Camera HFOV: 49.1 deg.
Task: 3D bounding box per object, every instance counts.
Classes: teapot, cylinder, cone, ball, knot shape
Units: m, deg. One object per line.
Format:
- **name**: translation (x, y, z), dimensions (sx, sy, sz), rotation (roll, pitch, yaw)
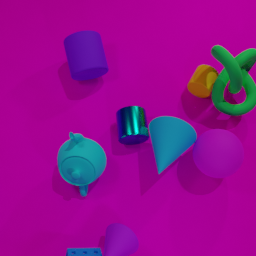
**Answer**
- **teapot**: translation (-1.196, 0.847, 6.965), dimensions (1.254, 2.017, 0.987), rotation (-1, 28, 6)
- **cylinder**: translation (0.119, -0.061, 7.724), dimensions (0.848, 0.848, 0.848), rotation (-6, 68, -2)
- **cylinder**: translation (-1.232, -2.101, 8.245), dimensions (1.121, 1.121, 1.121), rotation (-13, 86, -5)
- **cone**: translation (-0.328, 2.744, 6.209), dimensions (0.871, 0.871, 0.874), rotation (33, 31, 12)
- **ball**: translation (2.277, 0.644, 7.112), dimensions (1.242, 1.242, 1.242), rotation (0, 68, 0)
- **knot shape**: translation (3.060, -1.497, 7.849), dimensions (1.889, 0.933, 2.019), rotation (-38, 115, -37)
- **cylinder**: translation (2.230, -1.383, 8.314), dimensions (0.708, 0.708, 0.708), rotation (28, 70, 11)
- **cone**: translation (0.946, 0.601, 6.981), dimensions (1.278, 1.278, 1.283), rotation (19, 56, 7)

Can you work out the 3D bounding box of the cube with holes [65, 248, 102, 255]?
- **cube with holes**: translation (-0.979, 3.212, 6.123), dimensions (0.771, 0.771, 0.771), rotation (9, 107, -21)
